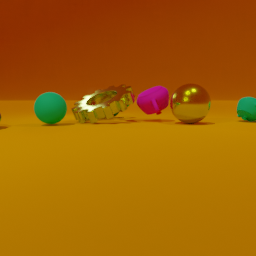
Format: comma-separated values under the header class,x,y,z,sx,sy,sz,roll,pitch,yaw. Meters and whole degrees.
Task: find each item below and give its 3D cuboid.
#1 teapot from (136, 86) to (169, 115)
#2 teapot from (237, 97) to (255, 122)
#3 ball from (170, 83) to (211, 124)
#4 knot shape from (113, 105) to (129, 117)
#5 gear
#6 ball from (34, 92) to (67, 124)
class,x,y,z,sx,sy,sz,roll,pitch,yaw
teapot,0.901,-0.892,9.611,1.136,0.894,1.827,-23,16,8
teapot,4.028,-0.571,9.249,0.906,0.714,1.458,35,-9,-1
ball,1.910,-0.746,8.587,1.225,1.225,1.225,0,6,0
knot shape,-0.749,-0.852,10.959,1.561,0.721,1.461,-25,-6,30
gear,-0.813,-0.833,9.264,2.070,0.383,2.070,-16,25,8
ball,-2.251,-0.576,8.153,0.931,0.931,0.931,0,6,0
